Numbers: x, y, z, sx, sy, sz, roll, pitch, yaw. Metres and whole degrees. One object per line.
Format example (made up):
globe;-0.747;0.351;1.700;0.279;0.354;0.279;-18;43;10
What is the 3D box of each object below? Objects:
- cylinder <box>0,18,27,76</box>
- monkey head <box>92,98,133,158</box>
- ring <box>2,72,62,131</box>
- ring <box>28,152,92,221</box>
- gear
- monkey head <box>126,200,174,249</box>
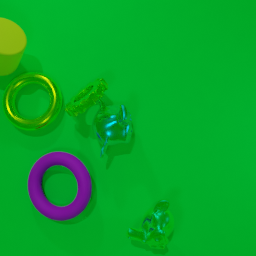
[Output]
cylinder;-3.196;-2.013;7.037;1.045;1.045;1.045;13;64;-29
monkey head;-0.416;-0.144;7.031;1.028;1.227;1.706;-5;70;-1
ring;-2.569;-0.720;7.512;1.617;0.323;1.617;0;81;2
ring;-1.755;1.479;7.135;1.763;0.353;1.763;0;91;15
gear;-1.042;-0.776;7.004;1.224;1.224;0.226;-41;114;-4
monkey head;0.527;2.286;6.620;1.093;1.519;0.916;12;48;-2
